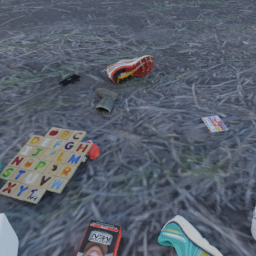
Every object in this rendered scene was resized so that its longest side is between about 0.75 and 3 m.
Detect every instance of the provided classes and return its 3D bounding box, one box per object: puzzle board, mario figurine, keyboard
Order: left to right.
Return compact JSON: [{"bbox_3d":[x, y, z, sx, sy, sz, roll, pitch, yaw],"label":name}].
[{"bbox_3d":[-2.670,-2.231,13.196,0.695,0.113,1.093,21,44,33],"label":"keyboard"},{"bbox_3d":[-1.408,0.754,9.370,1.180,0.625,0.728,22,86,36],"label":"mario figurine"},{"bbox_3d":[3.308,-0.172,10.691,0.688,0.079,0.913,-7,39,-9],"label":"puzzle board"}]

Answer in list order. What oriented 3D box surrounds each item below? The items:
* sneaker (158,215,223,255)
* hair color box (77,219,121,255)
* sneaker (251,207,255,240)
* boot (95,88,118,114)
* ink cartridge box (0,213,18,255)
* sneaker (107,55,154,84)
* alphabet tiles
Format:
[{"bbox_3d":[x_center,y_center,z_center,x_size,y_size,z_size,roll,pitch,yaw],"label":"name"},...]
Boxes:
[{"bbox_3d":[1.625,3.046,6.342,0.912,0.887,2.289,-39,46,-14],"label":"sneaker"},{"bbox_3d":[-0.735,3.004,6.456,0.822,0.496,1.620,9,41,9],"label":"hair color box"},{"bbox_3d":[4.065,1.941,7.471,0.947,1.449,2.521,25,80,28],"label":"sneaker"},{"bbox_3d":[-1.068,-1.105,11.622,1.143,0.456,1.258,11,47,17],"label":"boot"},{"bbox_3d":[-4.003,3.114,5.748,2.922,1.209,2.140,-7,40,-8],"label":"ink cartridge box"},{"bbox_3d":[0.144,-2.999,13.438,2.557,0.995,1.051,-21,43,-24],"label":"sneaker"},{"bbox_3d":[-2.571,1.013,8.737,2.396,0.091,2.879,7,44,25],"label":"alphabet tiles"}]
